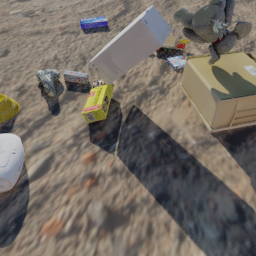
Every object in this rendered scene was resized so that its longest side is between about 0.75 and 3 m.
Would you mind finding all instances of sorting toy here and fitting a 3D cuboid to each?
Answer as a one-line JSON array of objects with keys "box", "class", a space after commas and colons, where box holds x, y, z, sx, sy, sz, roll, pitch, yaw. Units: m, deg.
[{"box": [1.833, -4.078, 13.610, 2.205, 0.373, 1.063, 11, 44, 12], "class": "sorting toy"}]

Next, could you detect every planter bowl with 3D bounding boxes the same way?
[{"box": [-4.607, -0.824, 9.977, 1.331, 0.554, 1.331, 1, 43, 0], "class": "planter bowl"}]

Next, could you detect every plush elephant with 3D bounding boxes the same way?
[{"box": [2.981, -3.298, 9.453, 1.917, 1.802, 2.328, -34, 48, 19], "class": "plush elephant"}]

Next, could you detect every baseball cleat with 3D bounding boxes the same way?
[{"box": [-3.022, -1.906, 11.088, 0.955, 0.626, 1.795, -23, 48, -23], "class": "baseball cleat"}]

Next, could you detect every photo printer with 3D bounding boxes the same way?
[{"box": [-4.080, 1.000, 7.840, 2.205, 0.766, 1.835, -6, 43, -7], "class": "photo printer"}]

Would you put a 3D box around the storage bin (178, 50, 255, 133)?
[{"box": [3.753, -1.480, 10.128, 2.832, 1.337, 2.852, -9, 43, -11], "class": "storage bin"}]

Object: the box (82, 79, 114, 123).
[{"box": [-1.035, -1.045, 10.091, 0.735, 0.489, 1.952, -12, 41, 21], "class": "box"}]

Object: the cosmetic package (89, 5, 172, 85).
[{"box": [0.036, -2.759, 9.554, 2.638, 1.119, 1.419, -26, 23, 41], "class": "cosmetic package"}]

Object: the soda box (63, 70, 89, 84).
[{"box": [-2.125, -2.090, 11.494, 0.992, 0.338, 0.315, 10, 44, 11], "class": "soda box"}]

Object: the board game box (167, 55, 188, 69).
[{"box": [2.343, -2.956, 12.544, 0.982, 0.180, 0.743, -15, 45, -14], "class": "board game box"}]

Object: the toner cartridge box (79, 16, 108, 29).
[{"box": [-1.916, -5.873, 15.585, 1.467, 0.317, 0.697, -12, 44, -12], "class": "toner cartridge box"}]
